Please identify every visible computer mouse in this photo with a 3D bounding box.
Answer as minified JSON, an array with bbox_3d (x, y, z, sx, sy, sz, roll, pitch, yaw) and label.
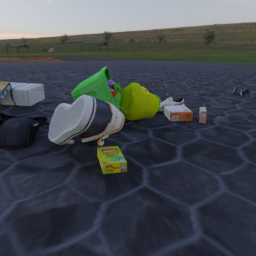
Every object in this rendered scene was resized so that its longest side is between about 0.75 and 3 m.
[{"bbox_3d":[-3.750,-0.110,8.786,2.017,0.661,2.872,0,16,-4],"label":"computer mouse"}]

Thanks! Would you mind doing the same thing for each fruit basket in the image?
[{"bbox_3d":[-0.323,-1.170,10.296,3.077,2.219,3.077,-17,17,5],"label":"fruit basket"}]

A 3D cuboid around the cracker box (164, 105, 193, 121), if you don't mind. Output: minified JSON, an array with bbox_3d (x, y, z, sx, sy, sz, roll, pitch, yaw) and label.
[{"bbox_3d":[1.923,-0.587,10.881,0.849,0.366,1.268,-1,18,-4],"label":"cracker box"}]

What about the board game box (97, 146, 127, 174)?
[{"bbox_3d":[-0.400,0.736,6.662,0.538,0.252,1.059,-4,17,-12],"label":"board game box"}]

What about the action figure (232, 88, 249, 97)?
[{"bbox_3d":[6.297,-2.046,15.798,0.730,0.389,1.122,-10,15,-9],"label":"action figure"}]

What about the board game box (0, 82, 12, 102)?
[{"bbox_3d":[-6.097,-1.358,12.130,1.313,0.335,1.937,3,42,10],"label":"board game box"}]

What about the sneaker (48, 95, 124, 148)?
[{"bbox_3d":[-1.186,-0.059,7.279,1.173,1.159,2.955,17,-11,-29],"label":"sneaker"}]

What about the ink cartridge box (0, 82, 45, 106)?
[{"bbox_3d":[-5.243,-1.646,13.515,1.961,0.815,1.438,4,21,15],"label":"ink cartridge box"}]

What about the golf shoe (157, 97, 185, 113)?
[{"bbox_3d":[1.629,-0.979,11.686,1.458,0.671,0.529,-3,17,-5],"label":"golf shoe"}]

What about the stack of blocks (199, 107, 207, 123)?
[{"bbox_3d":[2.783,-0.491,10.438,0.223,0.439,0.762,4,17,12],"label":"stack of blocks"}]
